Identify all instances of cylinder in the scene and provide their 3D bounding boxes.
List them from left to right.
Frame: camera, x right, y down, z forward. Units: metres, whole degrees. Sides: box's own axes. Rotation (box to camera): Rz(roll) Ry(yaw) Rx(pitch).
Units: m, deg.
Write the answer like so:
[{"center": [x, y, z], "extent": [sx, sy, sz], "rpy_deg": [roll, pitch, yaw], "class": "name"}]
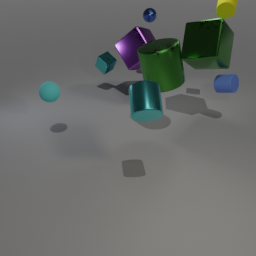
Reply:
[{"center": [0.385, -0.572, 6.130], "extent": [0.700, 0.700, 0.700], "rpy_deg": [-3, 69, -5], "class": "cylinder"}, {"center": [1.136, -2.118, 9.436], "extent": [1.400, 1.400, 1.400], "rpy_deg": [-12, 31, 7], "class": "cylinder"}, {"center": [3.794, -1.713, 10.809], "extent": [0.700, 0.700, 0.700], "rpy_deg": [-26, 23, -39], "class": "cylinder"}, {"center": [3.736, -4.636, 10.591], "extent": [0.700, 0.700, 0.700], "rpy_deg": [9, 58, 17], "class": "cylinder"}]

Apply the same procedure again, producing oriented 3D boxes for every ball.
[{"center": [-2.635, -1.207, 9.419], "extent": [0.700, 0.700, 0.700], "rpy_deg": [0, 29, 0], "class": "ball"}, {"center": [1.108, -5.745, 14.271], "extent": [0.700, 0.700, 0.700], "rpy_deg": [0, 29, 0], "class": "ball"}]

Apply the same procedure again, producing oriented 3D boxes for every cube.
[{"center": [-1.100, -3.232, 13.927], "extent": [0.700, 0.700, 0.700], "rpy_deg": [45, 56, 9], "class": "cube"}, {"center": [0.523, -3.648, 12.983], "extent": [1.400, 1.400, 1.400], "rpy_deg": [-31, -4, 31], "class": "cube"}, {"center": [2.969, -3.057, 10.427], "extent": [1.400, 1.400, 1.400], "rpy_deg": [8, -2, 37], "class": "cube"}]
